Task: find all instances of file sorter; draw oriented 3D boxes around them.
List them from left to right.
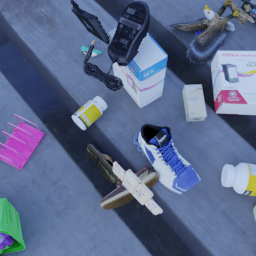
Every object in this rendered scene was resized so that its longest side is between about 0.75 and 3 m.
[{"bbox_3d":[-4.144,0.486,10.436,1.144,1.033,1.647,25,69,10],"label":"file sorter"}]

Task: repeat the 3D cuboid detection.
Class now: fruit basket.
[{"bbox_3d":[-4.753,3.868,8.605,2.967,2.140,2.967,-2,49,2],"label":"fruit basket"}]

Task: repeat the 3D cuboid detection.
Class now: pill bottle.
[{"bbox_3d":[-1.493,-0.613,11.058,0.755,0.755,1.322,42,74,16],"label":"pill bottle"},{"bbox_3d":[4.366,1.827,9.834,1.940,1.087,1.087,9,67,5],"label":"pill bottle"}]

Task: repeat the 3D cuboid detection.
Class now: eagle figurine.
[{"bbox_3d":[3.489,-4.468,12.350,2.970,2.241,2.253,-36,24,16],"label":"eagle figurine"}]

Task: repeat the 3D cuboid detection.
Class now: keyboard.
[{"bbox_3d":[-1.381,-3.722,9.568,0.317,1.484,2.472,-42,36,1],"label":"keyboard"}]

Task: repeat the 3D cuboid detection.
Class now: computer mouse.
[{"bbox_3d":[-0.352,-2.678,8.983,1.956,0.641,2.785,29,102,33],"label":"computer mouse"}]

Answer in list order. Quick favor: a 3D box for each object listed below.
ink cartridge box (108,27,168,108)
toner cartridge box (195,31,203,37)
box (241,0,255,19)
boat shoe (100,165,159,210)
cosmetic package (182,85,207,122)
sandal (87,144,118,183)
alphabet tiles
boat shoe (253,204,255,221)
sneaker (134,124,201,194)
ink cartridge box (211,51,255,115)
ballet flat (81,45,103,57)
[{"bbox_3d":[0.365,-2.322,10.689,1.187,2.805,2.027,-33,70,-9],"label":"ink cartridge box"},{"bbox_3d":[3.562,-4.316,12.945,0.800,0.173,0.380,-11,66,-5],"label":"toner cartridge box"},{"bbox_3d":[6.586,-5.488,13.037,1.977,0.495,1.992,-36,72,-31],"label":"box"},{"bbox_3d":[-0.039,2.054,9.960,2.291,0.826,0.825,-30,58,-12],"label":"boat shoe"},{"bbox_3d":[2.685,-1.013,11.354,0.742,0.524,1.433,-3,68,-1],"label":"cosmetic package"},{"bbox_3d":[-0.883,1.249,10.411,0.483,0.723,1.769,-26,60,-33],"label":"sandal"},{"bbox_3d":[0.223,1.560,7.221,0.125,1.711,1.673,-42,77,-17],"label":"alphabet tiles"},{"bbox_3d":[4.967,3.776,8.975,1.071,1.138,2.990,-15,68,-6],"label":"boat shoe"},{"bbox_3d":[1.275,0.939,9.885,1.185,1.694,2.932,-37,72,-13],"label":"sneaker"},{"bbox_3d":[4.479,-1.853,11.420,1.828,1.061,2.477,1,69,1],"label":"ink cartridge box"},{"bbox_3d":[-1.634,-3.377,12.505,1.012,0.341,0.356,18,92,8],"label":"ballet flat"}]
